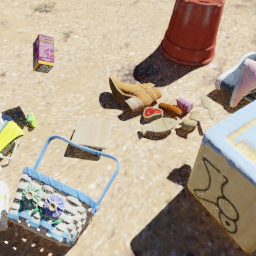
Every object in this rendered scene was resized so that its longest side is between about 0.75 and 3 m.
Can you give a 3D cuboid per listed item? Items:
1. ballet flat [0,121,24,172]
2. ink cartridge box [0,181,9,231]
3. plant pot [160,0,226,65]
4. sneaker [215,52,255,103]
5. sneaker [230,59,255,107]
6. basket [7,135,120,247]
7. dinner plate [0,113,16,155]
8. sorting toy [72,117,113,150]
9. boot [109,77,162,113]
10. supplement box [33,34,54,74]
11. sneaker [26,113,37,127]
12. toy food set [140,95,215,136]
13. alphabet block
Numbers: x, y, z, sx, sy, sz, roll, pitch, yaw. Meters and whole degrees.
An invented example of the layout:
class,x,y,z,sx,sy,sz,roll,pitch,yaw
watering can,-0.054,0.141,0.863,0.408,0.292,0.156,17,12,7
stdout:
class,x,y,z,sx,sy,sz,roll,pitch,yaw
ballet flat,-4.597,1.000,9.652,0.949,0.946,2.831,38,57,-17
ink cartridge box,-4.302,2.450,8.615,1.039,0.597,1.432,-10,51,-9
plant pot,3.154,-4.967,13.277,2.856,2.778,2.856,3,48,-3
sneaker,5.364,-2.176,12.115,2.660,1.011,1.922,-40,49,-18
sneaker,3.796,-1.293,8.760,0.822,1.572,0.592,22,23,17
basket,-1.847,1.775,8.259,2.528,1.994,2.867,17,62,15
dinner plate,-5.523,0.282,10.663,2.544,0.308,2.544,-1,49,1
sorting toy,-1.313,0.268,10.545,1.291,0.452,1.299,8,50,6
boot,0.280,-1.674,11.942,1.648,0.814,2.122,-28,55,-21
supplement box,-3.203,-2.787,10.597,0.615,0.780,1.192,4,76,-33
sneaker,-3.851,-0.282,11.156,0.329,0.292,0.787,-25,47,-8
toy food set,1.874,-0.510,11.264,2.853,0.449,1.814,-8,50,3
alphabet block,3.779,1.287,8.097,2.843,2.895,2.827,-26,56,-20
